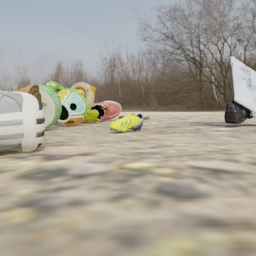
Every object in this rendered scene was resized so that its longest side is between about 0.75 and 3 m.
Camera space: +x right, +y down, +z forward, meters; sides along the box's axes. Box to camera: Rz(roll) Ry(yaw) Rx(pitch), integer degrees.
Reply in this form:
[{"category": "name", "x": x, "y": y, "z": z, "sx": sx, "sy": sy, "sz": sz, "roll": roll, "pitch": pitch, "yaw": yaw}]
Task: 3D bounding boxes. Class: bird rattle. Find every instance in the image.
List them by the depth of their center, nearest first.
[{"category": "bird rattle", "x": -1.909, "y": -0.912, "z": 10.692, "sx": 2.061, "sy": 1.680, "sz": 1.161, "roll": 16, "pitch": -5, "yaw": 44}]

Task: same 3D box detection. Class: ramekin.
[{"category": "ramekin", "x": -2.328, "y": -0.497, "z": 7.113, "sx": 1.203, "sy": 1.203, "sz": 0.588, "roll": 0, "pitch": 12, "yaw": -7}]

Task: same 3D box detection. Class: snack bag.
[{"category": "snack bag", "x": 3.931, "y": -1.182, "z": 8.961, "sx": 1.945, "sy": 1.834, "sz": 0.208, "roll": 22, "pitch": -31, "yaw": -28}]

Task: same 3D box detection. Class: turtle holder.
[{"category": "turtle holder", "x": -1.915, "y": -0.764, "z": 8.837, "sx": 1.122, "sy": 1.476, "sz": 1.048, "roll": 1, "pitch": 18, "yaw": 13}]

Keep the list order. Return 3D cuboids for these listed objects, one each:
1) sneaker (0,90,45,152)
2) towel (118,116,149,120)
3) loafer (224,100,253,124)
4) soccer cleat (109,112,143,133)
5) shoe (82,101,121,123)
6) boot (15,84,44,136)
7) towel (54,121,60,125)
[{"category": "sneaker", "x": -2.483, "y": -0.173, "z": 3.719, "sx": 2.697, "sy": 1.012, "sz": 1.557, "roll": 4, "pitch": 8, "yaw": 38}, {"category": "towel", "x": 0.341, "y": -0.548, "z": 14.718, "sx": 1.320, "sy": 0.195, "sz": 1.800, "roll": 2, "pitch": 4, "yaw": 16}, {"category": "loafer", "x": 3.678, "y": -0.625, "z": 9.077, "sx": 0.695, "sy": 0.719, "sz": 2.047, "roll": 5, "pitch": 13, "yaw": 38}, {"category": "soccer cleat", "x": -0.032, "y": -0.156, "z": 6.673, "sx": 0.373, "sy": 0.482, "sz": 1.152, "roll": 18, "pitch": 15, "yaw": 35}, {"category": "shoe", "x": -1.102, "y": -0.660, "z": 11.912, "sx": 2.485, "sy": 0.888, "sz": 1.130, "roll": -9, "pitch": 10, "yaw": -36}, {"category": "boot", "x": -2.692, "y": -0.207, "z": 5.307, "sx": 2.064, "sy": 0.983, "sz": 2.668, "roll": -6, "pitch": 2, "yaw": -18}, {"category": "towel", "x": -2.701, "y": -0.229, "z": 10.162, "sx": 0.699, "sy": 0.182, "sz": 1.055, "roll": 1, "pitch": 4, "yaw": 25}]
